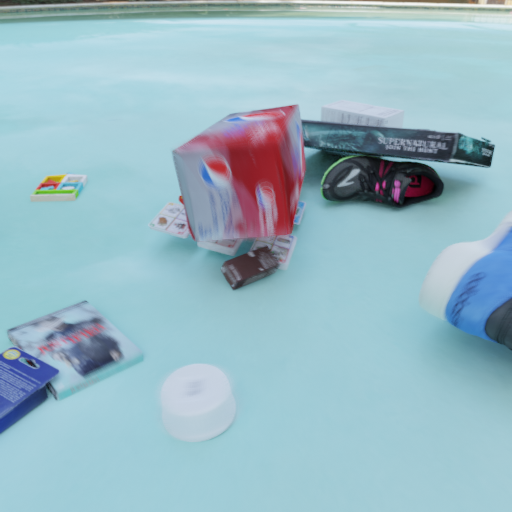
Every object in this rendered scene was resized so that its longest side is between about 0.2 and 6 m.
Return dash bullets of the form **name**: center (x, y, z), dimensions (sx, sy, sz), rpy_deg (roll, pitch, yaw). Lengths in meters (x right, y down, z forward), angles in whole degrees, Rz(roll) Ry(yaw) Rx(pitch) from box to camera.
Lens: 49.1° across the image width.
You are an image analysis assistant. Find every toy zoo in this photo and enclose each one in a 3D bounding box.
- **toy zoo**: center (-4.031, -1.444, 11.592), dimensions (0.880, 0.137, 1.341), rpy_deg (-2, 28, -3)

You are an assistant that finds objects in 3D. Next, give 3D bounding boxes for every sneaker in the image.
- **sneaker**: center (2.426, -1.410, 10.652), dimensions (2.435, 0.934, 1.020), rpy_deg (-5, 20, -6)
- **sneaker**: center (3.577, 0.342, 6.880), dimensions (1.810, 1.249, 3.253), rpy_deg (33, 33, 33)

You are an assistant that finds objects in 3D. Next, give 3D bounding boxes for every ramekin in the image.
- **ramekin**: center (-0.610, 1.479, 5.773), dimensions (0.774, 0.377, 0.774), rpy_deg (-2, 36, 2)

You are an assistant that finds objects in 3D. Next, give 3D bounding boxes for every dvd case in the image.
- **dvd case**: center (-2.230, 1.088, 6.841), dimensions (1.091, 0.164, 1.494), rpy_deg (-22, 35, -35)

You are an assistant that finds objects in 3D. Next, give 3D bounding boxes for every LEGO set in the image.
- **LEGO set**: center (-0.338, -0.696, 10.067), dimensions (2.309, 0.759, 3.090), rpy_deg (15, 32, 5)

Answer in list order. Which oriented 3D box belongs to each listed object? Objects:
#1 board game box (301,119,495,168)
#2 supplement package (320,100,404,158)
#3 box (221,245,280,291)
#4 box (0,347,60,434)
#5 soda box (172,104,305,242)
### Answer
- **board game box**: center (2.511, -2.377, 11.696), dimensions (4.106, 0.578, 2.777), rpy_deg (14, 13, 33)
- **supplement package**: center (2.602, -3.186, 13.938), dimensions (1.800, 0.986, 1.024), rpy_deg (22, 35, 35)
- **box**: center (-0.087, 0.168, 8.231), dimensions (0.772, 0.289, 0.387), rpy_deg (-23, 68, -27)
- **box**: center (-2.878, 1.549, 5.880), dimensions (0.888, 0.238, 1.466), rpy_deg (17, 35, 28)
- **soda box**: center (-0.022, -1.548, 9.235), dimensions (1.486, 1.346, 4.244), rpy_deg (-5, 20, 10)
